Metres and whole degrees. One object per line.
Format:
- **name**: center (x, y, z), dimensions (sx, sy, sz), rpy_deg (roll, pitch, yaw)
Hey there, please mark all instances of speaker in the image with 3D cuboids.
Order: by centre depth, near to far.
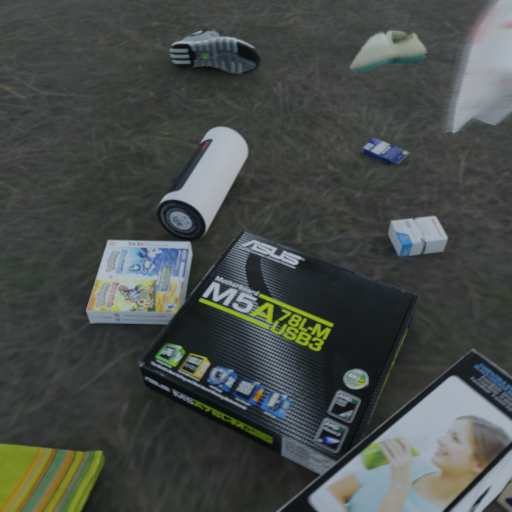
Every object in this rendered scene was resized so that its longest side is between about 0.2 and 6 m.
- **speaker**: center (-0.967, -1.436, 10.734), dimensions (0.984, 0.984, 2.423), rpy_deg (13, 48, 12)

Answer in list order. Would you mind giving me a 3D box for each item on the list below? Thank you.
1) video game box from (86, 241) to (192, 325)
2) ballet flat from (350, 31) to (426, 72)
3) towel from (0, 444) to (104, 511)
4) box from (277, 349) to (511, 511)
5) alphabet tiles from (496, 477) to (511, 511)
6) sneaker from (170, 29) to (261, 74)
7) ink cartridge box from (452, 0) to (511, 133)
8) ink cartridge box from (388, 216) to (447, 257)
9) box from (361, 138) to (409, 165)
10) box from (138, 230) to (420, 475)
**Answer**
- **video game box**: center (-1.899, 0.410, 9.356), dimensions (1.477, 0.379, 1.621), rpy_deg (-1, 46, 3)
- **ballet flat**: center (2.082, -3.313, 8.997), dimensions (1.632, 0.567, 0.567), rpy_deg (-21, 48, -35)
- **towel**: center (-3.237, 2.741, 6.907), dimensions (2.489, 0.225, 1.071), rpy_deg (3, 27, 7)
- **box**: center (1.441, 2.750, 5.961), dimensions (3.458, 2.017, 1.040), rpy_deg (-30, 50, -24)
- **alphabet tiles**: center (3.837, 2.823, 7.217), dimensions (1.667, 0.075, 1.995), rpy_deg (-34, 54, -28)
- **sneaker**: center (-0.933, -5.566, 14.814), dimensions (2.448, 0.918, 1.413), rpy_deg (10, 44, 11)
- **ink cartridge box**: center (3.087, -2.381, 6.999), dimensions (0.594, 1.025, 1.761), rpy_deg (20, 74, -2)
- **ink cartridge box**: center (2.899, -0.351, 10.091), dimensions (0.850, 0.365, 0.622), rpy_deg (-6, 47, -7)
- **box**: center (2.782, -2.230, 12.073), dimensions (0.887, 0.144, 0.537), rpy_deg (31, 54, 28)
- **box**: center (0.424, 1.234, 8.289), dimensions (3.157, 0.750, 3.049), rpy_deg (22, 52, 19)
